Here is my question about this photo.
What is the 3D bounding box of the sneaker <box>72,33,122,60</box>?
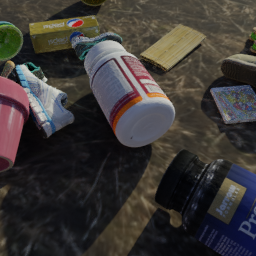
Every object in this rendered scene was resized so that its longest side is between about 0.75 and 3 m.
[{"bbox_3d":[-0.994,-2.677,9.458,1.705,0.661,0.778,-13,67,-6],"label":"sneaker"}]

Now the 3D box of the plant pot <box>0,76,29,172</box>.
[{"bbox_3d":[-3.252,0.035,6.357,1.952,1.952,1.748,-8,64,-7],"label":"plant pot"}]

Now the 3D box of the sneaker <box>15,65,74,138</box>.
[{"bbox_3d":[-2.306,-0.857,7.744,1.106,0.957,2.553,-23,62,-26],"label":"sneaker"}]

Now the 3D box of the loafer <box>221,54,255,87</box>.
[{"bbox_3d":[4.008,-1.670,8.316,2.396,0.906,0.818,31,63,24],"label":"loafer"}]

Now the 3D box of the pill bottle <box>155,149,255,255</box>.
[{"bbox_3d":[2.018,1.576,5.154,2.868,1.604,1.604,27,55,22],"label":"pill bottle"}]

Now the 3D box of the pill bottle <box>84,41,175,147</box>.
[{"bbox_3d":[-0.092,-0.992,7.330,1.538,1.538,2.807,-19,53,-15],"label":"pill bottle"}]

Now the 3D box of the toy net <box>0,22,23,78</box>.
[{"bbox_3d":[-3.242,-1.142,6.612,0.557,2.886,1.514,40,51,18],"label":"toy net"}]

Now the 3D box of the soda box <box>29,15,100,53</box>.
[{"bbox_3d":[-2.182,-3.274,9.766,2.309,0.739,0.782,-12,50,-9],"label":"soda box"}]

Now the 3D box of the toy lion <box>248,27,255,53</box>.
[{"bbox_3d":[4.906,-3.047,9.861,1.156,0.414,1.206,14,51,2],"label":"toy lion"}]

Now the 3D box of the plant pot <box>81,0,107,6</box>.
[{"bbox_3d":[-1.293,-6.090,11.716,1.710,1.710,1.214,10,30,8],"label":"plant pot"}]

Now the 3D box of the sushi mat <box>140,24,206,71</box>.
[{"bbox_3d":[1.612,-2.844,9.727,1.153,0.146,2.409,35,60,23],"label":"sushi mat"}]

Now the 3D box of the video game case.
[{"bbox_3d":[3.153,-0.707,8.002,1.216,0.153,1.336,-6,50,-4],"label":"video game case"}]

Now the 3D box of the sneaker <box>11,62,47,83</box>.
[{"bbox_3d":[-3.094,-1.803,8.622,1.334,0.609,0.518,21,53,17],"label":"sneaker"}]
